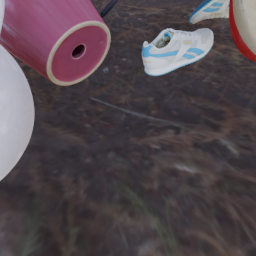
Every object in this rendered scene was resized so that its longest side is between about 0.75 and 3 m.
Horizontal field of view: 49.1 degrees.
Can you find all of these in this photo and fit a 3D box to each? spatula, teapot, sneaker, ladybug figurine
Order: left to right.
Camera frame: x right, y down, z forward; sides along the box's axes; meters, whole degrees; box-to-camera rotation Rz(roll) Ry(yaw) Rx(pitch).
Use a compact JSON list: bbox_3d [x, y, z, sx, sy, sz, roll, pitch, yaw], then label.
[{"bbox_3d":[-2.509,-0.448,3.372,2.706,2.002,2.742,-21,69,-17],"label":"teapot"},{"bbox_3d":[-0.126,-3.193,6.733,0.175,1.707,0.482,12,63,-46],"label":"spatula"},{"bbox_3d":[1.360,-2.176,7.312,2.177,0.879,0.833,-29,42,-16],"label":"sneaker"},{"bbox_3d":[2.852,-3.754,8.765,1.945,0.786,0.744,-23,27,30],"label":"sneaker"},{"bbox_3d":[2.831,-2.477,5.644,1.951,1.034,2.874,22,74,-17],"label":"ladybug figurine"}]

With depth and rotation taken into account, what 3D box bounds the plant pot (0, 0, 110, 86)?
[{"bbox_3d":[-1.791,-2.365,6.437,2.657,2.657,2.378,-32,69,-30],"label":"plant pot"}]
